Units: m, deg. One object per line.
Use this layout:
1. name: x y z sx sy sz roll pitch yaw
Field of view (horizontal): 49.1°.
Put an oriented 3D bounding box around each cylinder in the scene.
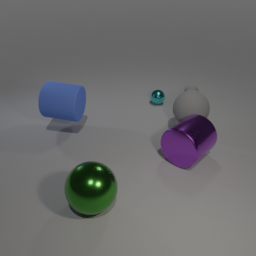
1. cylinder: 2.051 0.416 9.437 1.400 1.400 1.400 24 38 35
2. cylinder: -2.482 -1.024 10.758 1.400 1.400 1.400 9 31 7

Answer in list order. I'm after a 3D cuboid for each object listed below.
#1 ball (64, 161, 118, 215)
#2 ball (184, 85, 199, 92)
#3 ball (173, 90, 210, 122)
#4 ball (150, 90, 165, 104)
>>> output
1. ball: -0.976 1.583 7.458 1.400 1.400 1.400 0 30 0
2. ball: 3.108 -1.768 13.732 0.700 0.700 0.700 0 30 0
3. ball: 2.432 -0.750 10.794 1.400 1.400 1.400 0 30 0
4. ball: 1.418 -1.482 13.376 0.700 0.700 0.700 0 30 0
